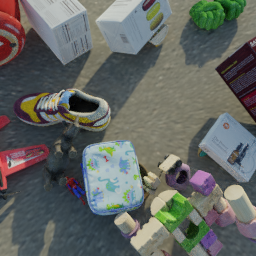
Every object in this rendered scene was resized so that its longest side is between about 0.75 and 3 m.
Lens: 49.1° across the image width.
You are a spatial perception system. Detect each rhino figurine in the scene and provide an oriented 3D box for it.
[{"bbox_3d":[-1.655,0.567,7.137,0.599,0.877,2.005,20,95,-24],"label":"rhino figurine"}]

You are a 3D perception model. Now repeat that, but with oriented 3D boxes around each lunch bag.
[{"bbox_3d":[-0.409,1.220,6.983,1.414,0.725,1.759,-9,68,-6],"label":"lunch bag"}]

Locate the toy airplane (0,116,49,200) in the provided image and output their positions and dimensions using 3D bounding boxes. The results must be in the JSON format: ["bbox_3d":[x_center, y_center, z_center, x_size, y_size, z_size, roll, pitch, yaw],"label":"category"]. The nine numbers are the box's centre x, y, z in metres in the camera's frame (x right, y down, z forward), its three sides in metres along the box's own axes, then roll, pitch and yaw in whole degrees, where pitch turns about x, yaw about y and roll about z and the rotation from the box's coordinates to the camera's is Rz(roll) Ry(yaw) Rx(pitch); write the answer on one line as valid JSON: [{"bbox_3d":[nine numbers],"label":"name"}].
[{"bbox_3d":[-3.651,0.636,7.487,2.761,0.508,2.761,7,63,-15],"label":"toy airplane"}]

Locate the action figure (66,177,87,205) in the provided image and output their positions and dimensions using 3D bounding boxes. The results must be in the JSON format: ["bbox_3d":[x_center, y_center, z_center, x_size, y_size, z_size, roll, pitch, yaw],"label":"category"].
[{"bbox_3d":[-1.351,1.597,7.306,0.301,0.238,0.919,-38,67,-20],"label":"action figure"}]

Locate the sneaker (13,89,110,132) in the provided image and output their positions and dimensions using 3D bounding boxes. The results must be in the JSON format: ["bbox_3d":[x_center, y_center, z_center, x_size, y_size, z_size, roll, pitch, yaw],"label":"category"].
[{"bbox_3d":[-1.874,-0.645,7.680,2.804,1.263,1.051,5,67,2],"label":"sneaker"}]

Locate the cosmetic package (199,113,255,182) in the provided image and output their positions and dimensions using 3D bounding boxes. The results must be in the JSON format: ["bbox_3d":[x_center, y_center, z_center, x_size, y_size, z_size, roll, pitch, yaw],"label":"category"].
[{"bbox_3d":[2.806,0.516,7.450,1.519,0.392,1.145,40,70,-3],"label":"cosmetic package"}]

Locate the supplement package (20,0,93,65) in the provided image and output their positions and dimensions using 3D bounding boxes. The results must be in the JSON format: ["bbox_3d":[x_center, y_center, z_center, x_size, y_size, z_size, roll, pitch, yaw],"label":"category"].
[{"bbox_3d":[-2.227,-3.365,8.620,1.175,1.650,2.119,-35,71,-14],"label":"supplement package"}]

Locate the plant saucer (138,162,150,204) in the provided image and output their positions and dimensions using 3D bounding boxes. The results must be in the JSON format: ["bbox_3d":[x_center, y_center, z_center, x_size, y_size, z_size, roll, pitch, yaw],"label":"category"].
[{"bbox_3d":[-0.067,1.476,7.367,1.364,0.201,1.364,0,66,1],"label":"plant saucer"}]

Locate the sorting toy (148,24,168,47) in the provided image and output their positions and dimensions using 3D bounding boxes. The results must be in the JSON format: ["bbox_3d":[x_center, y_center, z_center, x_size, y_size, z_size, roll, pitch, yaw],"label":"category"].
[{"bbox_3d":[0.833,-3.120,9.234,0.790,0.422,0.711,-46,63,-9],"label":"sorting toy"}]

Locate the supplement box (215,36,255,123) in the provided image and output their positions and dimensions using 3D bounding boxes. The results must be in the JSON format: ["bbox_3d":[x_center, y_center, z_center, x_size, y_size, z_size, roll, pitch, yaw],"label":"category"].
[{"bbox_3d":[3.653,-1.064,7.472,0.760,1.358,2.495,-33,85,-26],"label":"supplement box"}]

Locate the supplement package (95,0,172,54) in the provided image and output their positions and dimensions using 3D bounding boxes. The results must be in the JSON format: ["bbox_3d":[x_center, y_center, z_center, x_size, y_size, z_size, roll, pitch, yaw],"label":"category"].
[{"bbox_3d":[0.231,-3.463,8.710,1.144,1.188,2.089,21,65,40],"label":"supplement package"}]

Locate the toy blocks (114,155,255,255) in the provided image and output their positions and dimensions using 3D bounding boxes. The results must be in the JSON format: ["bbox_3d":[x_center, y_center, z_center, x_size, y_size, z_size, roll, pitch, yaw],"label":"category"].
[{"bbox_3d":[1.426,2.423,6.306,2.505,2.680,2.256,-43,115,-13],"label":"toy blocks"}]

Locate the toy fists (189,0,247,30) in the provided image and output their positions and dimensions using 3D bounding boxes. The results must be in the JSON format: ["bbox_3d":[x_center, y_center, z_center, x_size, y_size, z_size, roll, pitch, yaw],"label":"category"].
[{"bbox_3d":[3.088,-3.999,9.435,1.968,0.677,1.003,-28,71,-13],"label":"toy fists"}]

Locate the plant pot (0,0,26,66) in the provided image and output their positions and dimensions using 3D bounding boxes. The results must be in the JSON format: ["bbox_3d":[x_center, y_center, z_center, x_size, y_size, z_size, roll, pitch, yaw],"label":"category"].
[{"bbox_3d":[-4.403,-3.201,8.101,2.678,2.678,2.438,-21,78,-9],"label":"plant pot"}]

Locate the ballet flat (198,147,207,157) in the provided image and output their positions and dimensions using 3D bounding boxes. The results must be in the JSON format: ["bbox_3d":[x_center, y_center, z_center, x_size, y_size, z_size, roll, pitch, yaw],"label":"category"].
[{"bbox_3d":[2.288,0.382,7.790,1.160,0.398,0.366,-33,47,-17],"label":"ballet flat"}]
